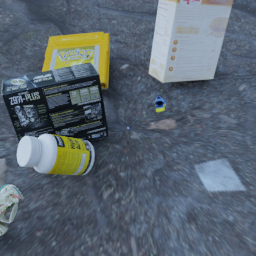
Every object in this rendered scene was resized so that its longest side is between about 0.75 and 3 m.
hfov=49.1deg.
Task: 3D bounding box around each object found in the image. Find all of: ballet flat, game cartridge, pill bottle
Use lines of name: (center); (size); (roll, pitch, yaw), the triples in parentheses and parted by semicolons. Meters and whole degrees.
ballet flat: (-2.447, 1.738, 5.305); (0.468, 1.464, 0.554); (32, 13, 6)
game cartridge: (-1.634, -2.131, 8.866); (2.093, 0.385, 2.375); (-4, 58, 5)
pill bottle: (-1.549, 0.583, 6.087); (1.514, 0.842, 0.842); (12, 33, -45)

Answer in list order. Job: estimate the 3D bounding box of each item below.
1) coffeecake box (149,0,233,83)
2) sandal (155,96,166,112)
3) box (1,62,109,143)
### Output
coffeecake box: (1.787, -2.700, 8.145); (1.929, 2.513, 0.918); (-8, 32, -25)
sandal: (0.890, -0.729, 7.811); (0.316, 0.346, 0.795); (-10, 22, 6)
box: (-1.696, -0.445, 6.812); (2.141, 1.753, 0.922); (-15, 34, -13)
